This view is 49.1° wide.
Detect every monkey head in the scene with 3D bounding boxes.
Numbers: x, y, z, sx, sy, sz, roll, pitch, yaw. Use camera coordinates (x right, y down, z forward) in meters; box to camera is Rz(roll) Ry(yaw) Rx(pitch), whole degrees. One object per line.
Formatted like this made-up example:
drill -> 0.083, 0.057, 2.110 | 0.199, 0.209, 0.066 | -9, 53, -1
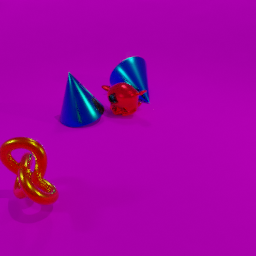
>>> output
monkey head -> -0.041, -0.922, 8.397 | 1.589, 0.958, 1.143 | 13, 24, 34

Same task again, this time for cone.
cone -> -1.444, -0.951, 7.768 | 1.333, 1.338, 1.333 | -8, 37, 6
cone -> 0.359, -1.371, 9.557 | 1.495, 1.495, 1.501 | -16, 58, -28

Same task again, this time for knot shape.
knot shape -> -1.604, 0.816, 4.662 | 0.580, 1.256, 1.175 | -28, 61, -35
